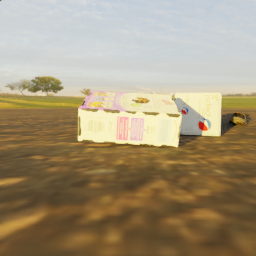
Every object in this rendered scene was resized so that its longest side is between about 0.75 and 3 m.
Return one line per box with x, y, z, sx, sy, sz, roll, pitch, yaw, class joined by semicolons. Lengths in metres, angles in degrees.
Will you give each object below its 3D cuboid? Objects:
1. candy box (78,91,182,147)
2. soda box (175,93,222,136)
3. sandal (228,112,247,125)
0.029;-0.190;4.327;1.407;0.503;1.180;3;20;1;candy box
1.604;-0.368;6.506;0.892;0.834;2.618;1;4;13;soda box
3.085;-0.278;7.929;0.523;0.349;1.280;8;1;25;sandal
